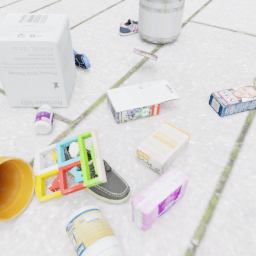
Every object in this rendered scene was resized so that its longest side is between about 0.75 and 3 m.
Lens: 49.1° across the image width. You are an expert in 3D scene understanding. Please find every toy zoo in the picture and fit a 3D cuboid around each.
[{"bbox_3d":[-1.920,1.171,8.292,2.502,0.256,1.641,-21,61,14],"label":"toy zoo"}]

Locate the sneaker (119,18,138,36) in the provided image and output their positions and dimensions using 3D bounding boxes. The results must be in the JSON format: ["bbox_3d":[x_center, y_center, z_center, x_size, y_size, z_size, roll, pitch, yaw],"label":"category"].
[{"bbox_3d":[0.336,-5.951,16.126,1.960,0.804,0.687,-32,52,-29],"label":"sneaker"}]

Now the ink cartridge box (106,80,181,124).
[{"bbox_3d":[0.589,-1.102,11.196,2.650,0.667,1.444,-12,45,-14],"label":"ink cartridge box"}]

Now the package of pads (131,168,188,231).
[{"bbox_3d":[0.861,1.947,7.737,1.717,1.035,0.650,-32,53,-28],"label":"package of pads"}]

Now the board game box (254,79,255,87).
[{"bbox_3d":[6.788,-1.763,12.142,2.432,0.365,1.162,20,48,16],"label":"board game box"}]

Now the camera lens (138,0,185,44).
[{"bbox_3d":[1.734,-6.155,14.770,2.369,2.962,2.369,0,44,0],"label":"camera lens"}]

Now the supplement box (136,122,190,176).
[{"bbox_3d":[1.181,0.649,9.385,1.062,0.619,1.685,31,52,28],"label":"supplement box"}]

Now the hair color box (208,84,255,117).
[{"bbox_3d":[4.375,-1.127,11.261,1.958,0.592,0.979,-13,45,-14],"label":"hair color box"}]

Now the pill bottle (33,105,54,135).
[{"bbox_3d":[-3.105,-0.340,10.404,0.642,0.642,1.142,-3,43,-3],"label":"pill bottle"}]

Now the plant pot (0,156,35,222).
[{"bbox_3d":[-3.796,1.573,7.832,1.563,1.708,1.708,5,42,28],"label":"plant pot"}]

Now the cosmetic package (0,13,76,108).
[{"bbox_3d":[-3.558,-2.675,11.166,2.453,2.931,2.438,0,44,0],"label":"cosmetic package"}]

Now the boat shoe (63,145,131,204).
[{"bbox_3d":[-1.091,1.282,8.528,2.718,0.893,0.971,30,51,27],"label":"boat shoe"}]

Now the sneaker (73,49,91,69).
[{"bbox_3d":[-2.626,-3.268,13.468,0.808,0.727,2.073,-34,48,-24],"label":"sneaker"}]

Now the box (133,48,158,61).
[{"bbox_3d":[0.824,-3.388,12.909,1.117,0.223,0.765,21,12,5],"label":"box"}]

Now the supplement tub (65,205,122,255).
[{"bbox_3d":[-0.854,2.749,6.921,1.015,1.015,1.403,-23,48,-22],"label":"supplement tub"}]
